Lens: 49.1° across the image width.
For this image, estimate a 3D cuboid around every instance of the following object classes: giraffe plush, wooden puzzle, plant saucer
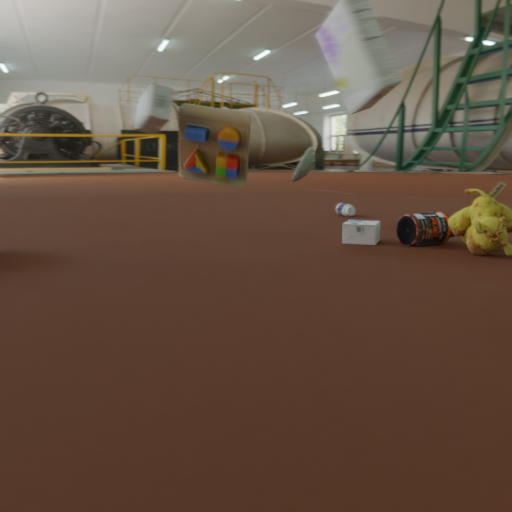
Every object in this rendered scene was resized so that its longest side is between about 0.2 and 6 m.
[{"bbox_3d":[4.358,-0.487,10.531,1.250,1.449,1.175,10,44,7],"label":"giraffe plush"},{"bbox_3d":[-0.863,-2.106,10.989,1.428,1.542,0.357,11,34,7],"label":"wooden puzzle"},{"bbox_3d":[1.269,-2.302,14.381,0.255,1.016,1.016,30,16,6],"label":"plant saucer"}]

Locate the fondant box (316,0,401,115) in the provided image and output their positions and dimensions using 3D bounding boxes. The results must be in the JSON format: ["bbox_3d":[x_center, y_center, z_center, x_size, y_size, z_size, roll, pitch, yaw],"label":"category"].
[{"bbox_3d":[2.025,-4.012,11.286,0.551,1.893,1.366,-21,-2,-18],"label":"fondant box"}]

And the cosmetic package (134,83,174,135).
[{"bbox_3d":[-1.991,-2.818,10.812,0.474,0.660,1.169,9,-7,-24],"label":"cosmetic package"}]

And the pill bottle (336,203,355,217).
[{"bbox_3d":[2.649,-1.349,16.513,0.366,0.366,0.660,-4,11,-18],"label":"pill bottle"}]

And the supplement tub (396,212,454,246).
[{"bbox_3d":[3.615,-0.575,11.705,1.272,0.680,0.680,-6,12,-26],"label":"supplement tub"}]

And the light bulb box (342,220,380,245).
[{"bbox_3d":[2.244,-0.504,11.925,0.707,0.445,0.713,4,12,19],"label":"light bulb box"}]
